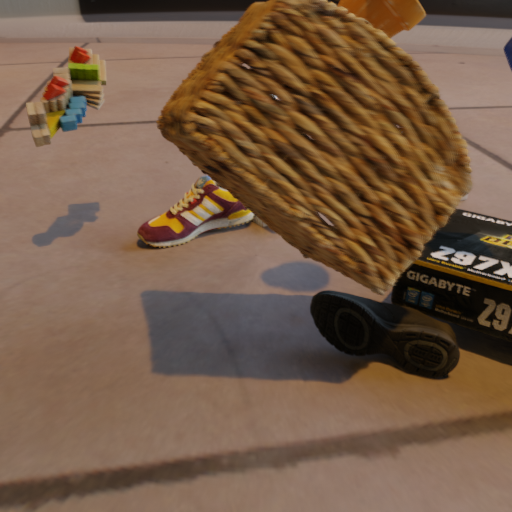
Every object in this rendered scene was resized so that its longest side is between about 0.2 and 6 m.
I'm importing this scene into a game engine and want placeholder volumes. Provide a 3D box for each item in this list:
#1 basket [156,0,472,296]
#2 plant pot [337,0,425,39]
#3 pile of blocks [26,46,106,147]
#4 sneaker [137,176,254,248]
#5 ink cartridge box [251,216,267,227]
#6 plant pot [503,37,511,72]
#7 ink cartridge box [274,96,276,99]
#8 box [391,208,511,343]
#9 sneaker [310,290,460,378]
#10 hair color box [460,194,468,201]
[{"bbox_3d":[0.696,-1.458,6.932,3.205,2.287,2.387,38,-1,-20],"label":"basket"},{"bbox_3d":[1.438,-3.057,7.044,1.004,0.919,1.004,41,23,-21],"label":"plant pot"},{"bbox_3d":[-3.180,-2.847,9.637,0.919,0.695,2.238,19,60,-3],"label":"pile of blocks"},{"bbox_3d":[-1.180,-0.977,10.716,2.400,1.081,0.899,-20,36,-23],"label":"sneaker"},{"bbox_3d":[0.513,-0.806,11.381,1.009,0.220,0.876,-20,36,-31],"label":"ink cartridge box"},{"bbox_3d":[3.621,-2.511,6.701,0.887,0.797,0.887,19,44,-6],"label":"plant pot"},{"bbox_3d":[0.162,-2.829,11.341,0.291,0.940,1.159,17,-13,6],"label":"ink cartridge box"},{"bbox_3d":[4.214,0.375,8.324,3.623,0.894,2.893,18,29,28],"label":"box"},{"bbox_3d":[1.761,0.984,7.792,2.083,0.791,0.946,22,24,15],"label":"sneaker"},{"bbox_3d":[4.112,-1.416,12.142,1.045,0.530,0.320,-12,32,-22],"label":"hair color box"}]
